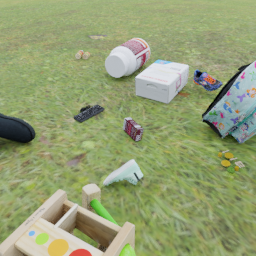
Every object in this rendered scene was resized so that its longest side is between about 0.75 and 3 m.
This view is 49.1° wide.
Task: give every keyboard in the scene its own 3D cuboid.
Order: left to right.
[{"bbox_3d":[-1.737,-0.739,12.021,0.758,0.289,1.457,24,39,31],"label":"keyboard"}]

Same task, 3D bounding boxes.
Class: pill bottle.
[{"bbox_3d":[-0.021,-3.866,15.534,1.628,1.628,2.881,16,35,23],"label":"pill bottle"}]

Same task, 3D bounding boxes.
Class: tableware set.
[{"bbox_3d":[3.354,1.122,9.334,0.639,0.146,0.949,-13,37,-14],"label":"tableware set"}]

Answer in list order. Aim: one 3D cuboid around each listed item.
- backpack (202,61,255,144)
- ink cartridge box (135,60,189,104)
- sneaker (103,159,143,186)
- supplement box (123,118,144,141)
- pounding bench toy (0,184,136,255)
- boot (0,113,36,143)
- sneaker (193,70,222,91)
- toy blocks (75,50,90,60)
[{"bbox_3d":[4.349,-1.014,10.126,2.152,2.859,2.538,41,47,21],"label":"backpack"},{"bbox_3d":[1.675,-2.322,13.662,1.753,1.027,2.425,18,40,26],"label":"ink cartridge box"},{"bbox_3d":[-0.125,1.548,8.378,1.196,0.705,0.440,-35,8,10],"label":"sneaker"},{"bbox_3d":[0.188,0.043,10.577,0.289,0.516,0.949,-8,33,-31],"label":"supplement box"},{"bbox_3d":[-0.739,2.452,5.874,2.117,1.686,2.714,17,37,24],"label":"pounding bench toy"},{"bbox_3d":[-4.697,0.297,9.541,2.372,0.906,1.993,23,36,5],"label":"boot"},{"bbox_3d":[3.720,-2.284,13.339,0.656,0.683,1.742,-41,42,-13],"label":"sneaker"},{"bbox_3d":[-2.840,-4.763,18.054,0.858,0.374,1.030,4,33,7],"label":"toy blocks"}]
